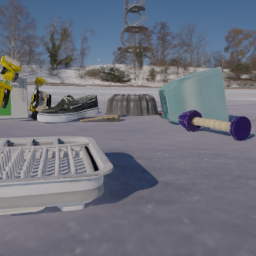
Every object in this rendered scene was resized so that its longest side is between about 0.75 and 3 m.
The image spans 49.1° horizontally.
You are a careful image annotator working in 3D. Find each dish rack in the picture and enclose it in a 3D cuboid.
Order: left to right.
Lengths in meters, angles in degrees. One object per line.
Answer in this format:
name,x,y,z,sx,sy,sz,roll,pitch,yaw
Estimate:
dish rack,-1.100,0.442,2.962,1.677,0.426,1.955,-1,7,-14

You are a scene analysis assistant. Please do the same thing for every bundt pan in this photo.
bundt pan,0.196,-1.236,14.498,2.827,1.061,2.827,0,6,0

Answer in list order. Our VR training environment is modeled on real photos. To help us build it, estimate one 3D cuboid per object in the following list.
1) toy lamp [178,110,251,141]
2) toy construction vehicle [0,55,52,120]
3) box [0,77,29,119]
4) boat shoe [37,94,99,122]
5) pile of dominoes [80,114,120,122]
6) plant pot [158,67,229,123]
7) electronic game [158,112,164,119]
toy lamp,2.007,-0.116,6.993,0.619,0.619,2.128,-3,7,-24
toy construction vehicle,-4.257,-1.384,10.852,2.354,2.703,0.952,22,-49,-36
box,-5.204,-1.281,12.006,1.477,1.715,1.724,-4,8,-32
boat shoe,-2.224,-0.805,10.520,0.930,0.915,2.579,14,21,42
pile of dominoes,-1.063,-0.301,10.711,1.489,0.237,1.160,-7,5,15
plant pot,2.089,-0.951,9.618,1.854,1.815,1.820,-12,8,-4
electronic game,2.182,-0.594,11.848,1.853,0.385,1.853,0,7,0
